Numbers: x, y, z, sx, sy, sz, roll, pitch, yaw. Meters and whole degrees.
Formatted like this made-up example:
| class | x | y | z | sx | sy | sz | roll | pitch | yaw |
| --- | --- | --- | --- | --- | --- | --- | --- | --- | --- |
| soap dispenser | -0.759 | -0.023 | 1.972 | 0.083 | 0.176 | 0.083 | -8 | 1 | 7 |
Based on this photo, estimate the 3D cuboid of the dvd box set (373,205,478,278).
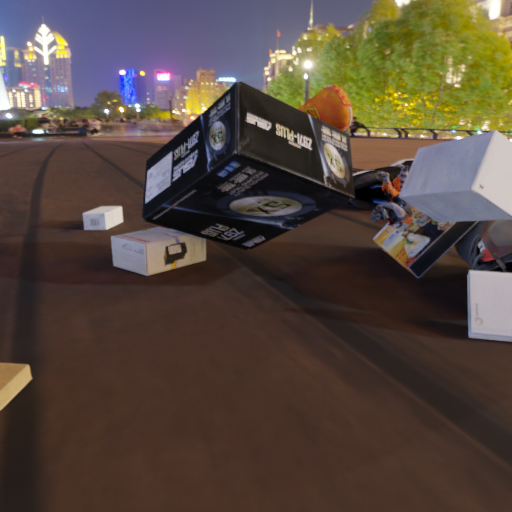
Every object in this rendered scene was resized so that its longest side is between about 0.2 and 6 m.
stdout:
| class | x | y | z | sx | sy | sz | roll | pitch | yaw |
| --- | --- | --- | --- | --- | --- | --- | --- | --- | --- |
| dvd box set | 2.720 | -0.461 | 9.110 | 0.279 | 1.388 | 1.897 | 43 | 8 | -13 |

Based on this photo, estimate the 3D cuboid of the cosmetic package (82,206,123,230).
| class | x | y | z | sx | sy | sz | roll | pitch | yaw |
| --- | --- | --- | --- | --- | --- | --- | --- | --- | --- |
| cosmetic package | -3.268 | -0.814 | 11.991 | 0.521 | 0.375 | 0.924 | 0 | 15 | 7 |

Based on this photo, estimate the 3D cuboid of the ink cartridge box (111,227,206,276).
| class | x | y | z | sx | sy | sz | roll | pitch | yaw |
| --- | --- | --- | --- | --- | --- | --- | --- | --- | --- |
| ink cartridge box | -1.568 | -0.116 | 9.038 | 0.909 | 0.516 | 1.247 | 13 | 19 | 40 |

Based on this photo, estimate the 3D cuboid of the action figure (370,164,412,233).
| class | x | y | z | sx | sy | sz | roll | pitch | yaw |
| --- | --- | --- | --- | --- | --- | --- | --- | --- | --- |
| action figure | 2.195 | -0.854 | 8.860 | 0.569 | 1.053 | 1.088 | -6 | 15 | 35 |

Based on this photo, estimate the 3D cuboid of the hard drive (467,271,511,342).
| class | x | y | z | sx | sy | sz | roll | pitch | yaw |
| --- | --- | --- | --- | --- | --- | --- | --- | --- | --- |
| hard drive | 3.017 | 0.573 | 6.198 | 1.256 | 0.168 | 0.828 | 4 | 55 | 14 |

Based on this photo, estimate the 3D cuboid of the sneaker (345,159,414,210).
| class | x | y | z | sx | sy | sz | roll | pitch | yaw |
| --- | --- | --- | --- | --- | --- | --- | --- | --- | --- |
| sneaker | 3.548 | -1.728 | 14.410 | 3.040 | 1.111 | 1.700 | -10 | 19 | -6 |

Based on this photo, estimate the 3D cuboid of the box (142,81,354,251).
| class | x | y | z | sx | sy | sz | roll | pitch | yaw |
| --- | --- | --- | --- | --- | --- | --- | --- | --- | --- |
| box | -0.187 | -1.121 | 8.169 | 2.039 | 1.072 | 2.489 | 16 | -26 | -36 |

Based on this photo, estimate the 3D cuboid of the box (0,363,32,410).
| class | x | y | z | sx | sy | sz | roll | pitch | yaw |
| --- | --- | --- | --- | --- | --- | --- | --- | --- | --- |
| box | -2.908 | 1.296 | 4.269 | 1.583 | 0.206 | 1.936 | 1 | 14 | 4 |

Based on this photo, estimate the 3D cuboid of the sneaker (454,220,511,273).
| class | x | y | z | sx | sy | sz | roll | pitch | yaw |
| --- | --- | --- | --- | --- | --- | --- | --- | --- | --- |
| sneaker | 3.317 | 0.021 | 7.622 | 1.143 | 1.076 | 2.792 | -11 | 15 | -9 |

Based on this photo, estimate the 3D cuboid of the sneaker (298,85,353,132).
| class | x | y | z | sx | sy | sz | roll | pitch | yaw |
| --- | --- | --- | --- | --- | --- | --- | --- | --- | --- |
| sneaker | 0.849 | -2.006 | 8.471 | 0.741 | 0.701 | 1.922 | -31 | 5 | -18 |

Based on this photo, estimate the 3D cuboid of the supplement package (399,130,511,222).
| class | x | y | z | sx | sy | sz | roll | pitch | yaw |
| --- | --- | --- | --- | --- | --- | --- | --- | --- | --- |
| supplement package | 2.814 | -1.012 | 7.569 | 0.853 | 0.850 | 1.455 | 28 | -8 | -21 |
